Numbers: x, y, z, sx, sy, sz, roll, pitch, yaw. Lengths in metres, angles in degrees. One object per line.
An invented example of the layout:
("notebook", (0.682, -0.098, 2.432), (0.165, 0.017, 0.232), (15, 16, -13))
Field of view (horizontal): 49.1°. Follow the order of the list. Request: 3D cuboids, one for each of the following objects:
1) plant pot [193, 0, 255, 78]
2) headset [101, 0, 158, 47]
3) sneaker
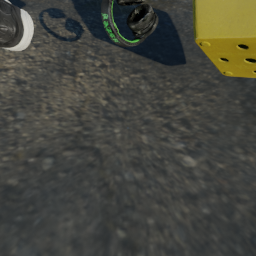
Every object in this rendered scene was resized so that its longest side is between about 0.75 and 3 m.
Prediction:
("plant pot", (3.105, -2.697, 6.271), (2.977, 2.978, 2.626), (14, 83, 40))
("headset", (0.339, -2.954, 6.759), (1.089, 1.431, 2.317), (8, 49, 41))
("sneaker", (-2.956, -2.211, 4.960), (2.477, 0.935, 1.410), (31, 15, 20))
